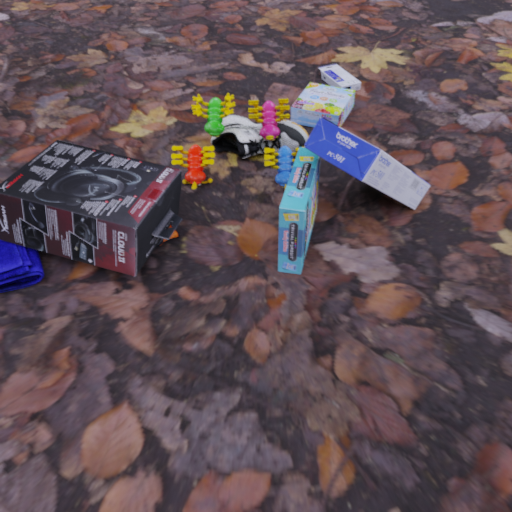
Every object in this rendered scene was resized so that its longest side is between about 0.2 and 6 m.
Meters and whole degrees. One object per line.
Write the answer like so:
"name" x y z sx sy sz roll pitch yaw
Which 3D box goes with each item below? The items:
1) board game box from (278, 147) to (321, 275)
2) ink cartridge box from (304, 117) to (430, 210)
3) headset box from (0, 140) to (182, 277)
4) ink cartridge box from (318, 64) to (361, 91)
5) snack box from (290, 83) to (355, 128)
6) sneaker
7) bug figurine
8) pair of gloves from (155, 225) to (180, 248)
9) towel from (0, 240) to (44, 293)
"board game box" 0.833 -0.875 10.583 0.466 1.501 1.988 8 43 10
"ink cartridge box" 2.243 -1.712 10.825 1.387 0.652 2.950 38 15 30
"headset box" -2.892 -0.942 10.449 2.969 1.146 2.209 15 38 6
"ink cartridge box" 2.376 -5.112 16.148 0.669 0.264 1.346 -17 47 -18
"snack box" 1.750 -3.911 14.634 1.304 0.523 1.546 15 43 16
"sneaker" 0.045 -2.610 13.054 2.358 0.892 1.034 10 47 25
"bug figurine" -0.328 -2.443 12.238 2.880 0.741 2.233 2 78 3
"pair of gloves" -2.585 -0.587 11.223 1.600 0.222 1.796 -22 48 -27
"towel" -5.201 -0.240 10.521 1.920 0.644 2.601 -17 45 -19
